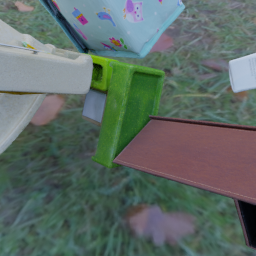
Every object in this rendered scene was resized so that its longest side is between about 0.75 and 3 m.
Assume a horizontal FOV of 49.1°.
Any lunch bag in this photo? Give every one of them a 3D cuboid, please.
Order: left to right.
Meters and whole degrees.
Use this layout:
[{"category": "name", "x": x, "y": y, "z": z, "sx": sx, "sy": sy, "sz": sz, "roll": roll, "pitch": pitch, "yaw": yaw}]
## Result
[{"category": "lunch bag", "x": -0.760, "y": -2.594, "z": 5.248, "sx": 2.761, "sy": 2.352, "sz": 1.684, "roll": 20, "pitch": 68, "yaw": 49}]

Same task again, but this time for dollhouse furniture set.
[{"category": "dollhouse furniture set", "x": -1.074, "y": -0.343, "z": 3.627, "sx": 1.783, "sy": 1.366, "sz": 2.722, "roll": 23, "pitch": 17, "yaw": 38}]

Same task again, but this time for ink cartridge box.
[{"category": "ink cartridge box", "x": 3.133, "y": -1.127, "z": 4.234, "sx": 1.958, "sy": 0.578, "sz": 2.446, "roll": -17, "pitch": 8, "yaw": -38}]

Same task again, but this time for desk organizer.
[{"category": "desk organizer", "x": 1.060, "y": 0.562, "z": 3.095, "sx": 2.431, "sy": 0.872, "sz": 0.936, "roll": 9, "pitch": 45, "yaw": 44}]

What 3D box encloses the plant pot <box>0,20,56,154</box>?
[{"category": "plant pot", "x": -3.027, "y": -1.096, "z": 4.409, "sx": 2.843, "sy": 2.603, "sz": 2.843, "roll": -27, "pitch": 42, "yaw": 27}]
